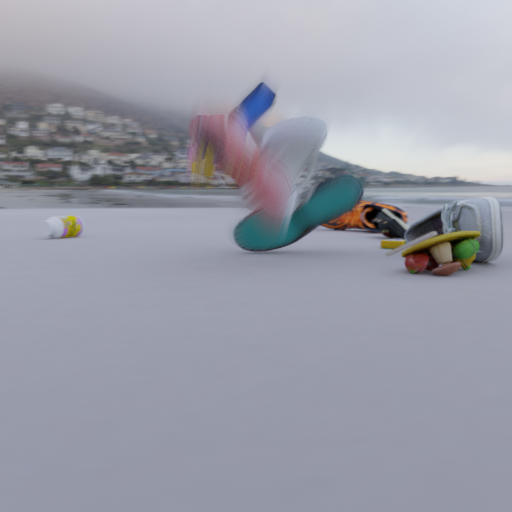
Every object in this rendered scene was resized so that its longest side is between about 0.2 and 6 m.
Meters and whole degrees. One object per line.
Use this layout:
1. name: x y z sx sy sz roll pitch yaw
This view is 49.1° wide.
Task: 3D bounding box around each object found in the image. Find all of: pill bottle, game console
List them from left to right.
1. pill bottle: -5.048 -0.740 14.521 0.576 0.576 1.105 3 8 26
2. game console: -0.086 -2.370 9.830 1.158 0.685 0.989 -40 -18 15

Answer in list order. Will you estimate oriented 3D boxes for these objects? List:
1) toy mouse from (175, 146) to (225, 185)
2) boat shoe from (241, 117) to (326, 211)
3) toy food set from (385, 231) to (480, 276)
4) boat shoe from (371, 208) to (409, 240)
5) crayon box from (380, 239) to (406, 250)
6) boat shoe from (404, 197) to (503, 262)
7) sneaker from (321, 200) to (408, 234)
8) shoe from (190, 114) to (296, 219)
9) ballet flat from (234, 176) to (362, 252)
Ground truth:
1. toy mouse: -0.768 -1.684 9.506 1.127 0.218 1.002 24 39 16
2. boat shoe: 0.352 -1.253 9.023 0.974 1.123 2.635 3 -12 -23
3. toy food set: 2.634 0.048 7.987 1.650 0.539 0.971 -3 -17 -44
4. boat shoe: 3.467 -0.673 14.119 0.691 0.592 1.889 41 8 -18
5. crayon box: 2.884 -0.240 11.738 0.438 0.180 0.697 3 8 29
6. boat shoe: 3.387 -0.407 9.662 0.926 1.064 2.888 -6 2 0
7. sneaker: 3.050 -1.291 16.978 2.970 1.152 1.664 2 5 18
8. shoe: -0.211 -1.247 7.886 0.651 1.823 0.829 -41 -11 30
9. ballet flat: 0.815 -0.799 10.748 2.574 0.940 0.940 -24 2 12
